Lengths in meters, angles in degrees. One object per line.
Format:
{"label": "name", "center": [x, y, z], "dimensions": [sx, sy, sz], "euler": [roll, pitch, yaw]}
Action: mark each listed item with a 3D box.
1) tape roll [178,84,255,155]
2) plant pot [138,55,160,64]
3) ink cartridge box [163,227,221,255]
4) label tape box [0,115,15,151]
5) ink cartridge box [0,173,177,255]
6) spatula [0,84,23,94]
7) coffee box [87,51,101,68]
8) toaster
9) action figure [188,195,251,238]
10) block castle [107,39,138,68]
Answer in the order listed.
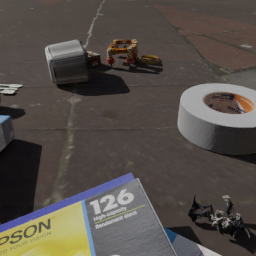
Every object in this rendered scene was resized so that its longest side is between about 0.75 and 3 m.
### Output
{"label": "tape roll", "center": [3.096, -0.405, 8.895], "dimensions": [2.942, 0.972, 2.942], "euler": [-1, 33, 0]}
{"label": "plant pot", "center": [1.130, -3.634, 14.725], "dimensions": [1.161, 0.160, 1.161], "euler": [0, 32, 0]}
{"label": "ink cartridge box", "center": [0.974, 2.482, 4.359], "dimensions": [1.495, 0.961, 0.936], "euler": [18, 37, 28]}
{"label": "label tape box", "center": [-4.442, 0.413, 7.413], "dimensions": [1.800, 0.790, 2.496], "euler": [1, 22, 3]}
{"label": "ink cartridge box", "center": [-0.922, 1.878, 4.382], "dimensions": [2.947, 0.701, 2.982], "euler": [-21, 32, -7]}
{"label": "spatula", "center": [-5.253, -1.650, 11.656], "dimensions": [1.415, 0.114, 0.984], "euler": [4, 34, 7]}
{"label": "coffee box", "center": [-2.133, -3.516, 14.153], "dimensions": [0.804, 0.561, 1.406], "euler": [-28, 42, -37]}
{"label": "toaster", "center": [-2.634, -2.837, 12.290], "dimensions": [1.694, 1.490, 2.623], "euler": [-13, 38, -13]}
{"label": "action figure", "center": [1.905, 1.798, 5.773], "dimensions": [1.253, 0.639, 0.745], "euler": [13, 24, 23]}
{"label": "block castle", "center": [-0.235, -3.799, 14.260], "dimensions": [1.402, 0.984, 2.098], "euler": [1, 30, 9]}
